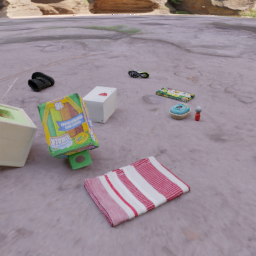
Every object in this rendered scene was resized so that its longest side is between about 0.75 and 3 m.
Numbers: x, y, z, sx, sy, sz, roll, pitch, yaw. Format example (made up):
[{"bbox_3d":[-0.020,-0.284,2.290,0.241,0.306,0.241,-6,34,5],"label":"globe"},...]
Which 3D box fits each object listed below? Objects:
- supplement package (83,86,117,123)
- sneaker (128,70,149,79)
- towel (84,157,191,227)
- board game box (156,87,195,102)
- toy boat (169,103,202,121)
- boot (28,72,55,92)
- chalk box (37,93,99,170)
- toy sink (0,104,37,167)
[{"bbox_3d":[-1.195,-1.047,12.165,1.009,0.997,1.665,8,29,15],"label":"supplement package"},{"bbox_3d":[0.646,-3.261,16.921,1.302,0.481,0.527,10,22,3],"label":"sneaker"},{"bbox_3d":[0.233,1.646,7.937,2.542,0.289,1.831,-16,33,-28],"label":"towel"},{"bbox_3d":[2.399,-1.715,14.257,1.774,0.208,0.929,19,36,32],"label":"board game box"},{"bbox_3d":[2.508,-0.751,12.010,1.336,0.621,1.123,18,33,30],"label":"toy boat"},{"bbox_3d":[-5.032,-2.566,15.341,1.711,0.644,1.280,18,33,29],"label":"boot"},{"bbox_3d":[-1.766,0.208,8.794,1.327,2.132,1.320,-19,-9,0],"label":"chalk box"},{"bbox_3d":[-4.503,-0.005,8.559,2.725,1.527,1.776,14,15,-39],"label":"toy sink"}]
